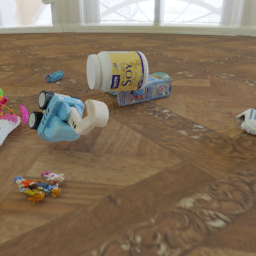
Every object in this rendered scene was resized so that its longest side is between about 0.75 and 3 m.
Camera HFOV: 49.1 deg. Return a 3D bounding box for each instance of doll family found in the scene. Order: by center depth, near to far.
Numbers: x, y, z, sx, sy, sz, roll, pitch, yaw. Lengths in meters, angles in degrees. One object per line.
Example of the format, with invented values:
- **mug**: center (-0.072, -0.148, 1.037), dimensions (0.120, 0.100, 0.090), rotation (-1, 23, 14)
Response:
- **doll family**: center (-2.209, 1.553, 7.228), dimensions (0.836, 0.607, 1.348), rotation (10, 9, 35)

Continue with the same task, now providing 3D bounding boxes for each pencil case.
- **pencil case**: center (-4.344, -3.049, 16.524), dimensions (0.526, 0.485, 1.139), rotation (27, 33, 17)

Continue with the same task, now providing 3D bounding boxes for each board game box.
- **board game box**: center (0.173, -2.015, 13.920), dimensions (2.813, 0.868, 2.815), rotation (-22, 35, -38)

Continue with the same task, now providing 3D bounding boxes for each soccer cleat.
- **soccer cleat**: center (-4.590, 0.296, 9.303), dimensions (1.022, 1.264, 2.927), rotation (-23, 3, 20)
- **soccer cleat**: center (4.749, 0.022, 10.172), dimensions (0.958, 0.775, 2.218), rotation (-21, 28, 3)

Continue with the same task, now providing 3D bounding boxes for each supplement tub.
- **supplement tub**: center (-0.472, -2.380, 11.815), dimensions (2.279, 1.657, 1.657), rotation (-7, 27, -21)

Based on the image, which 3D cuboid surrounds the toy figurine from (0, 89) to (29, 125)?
- **toy figurine**: center (-4.688, -0.513, 10.850), dimensions (1.528, 1.246, 1.660), rotation (24, 66, 1)

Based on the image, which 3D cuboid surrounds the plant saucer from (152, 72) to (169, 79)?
- **plant saucer**: center (1.944, -3.229, 17.191), dimensions (1.198, 0.231, 1.198), rotation (-1, 26, 0)

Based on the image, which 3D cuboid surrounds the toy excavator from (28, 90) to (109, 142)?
- **toy excavator**: center (-1.654, -0.221, 8.108), dimensions (1.231, 2.397, 2.465), rotation (8, 33, -43)
